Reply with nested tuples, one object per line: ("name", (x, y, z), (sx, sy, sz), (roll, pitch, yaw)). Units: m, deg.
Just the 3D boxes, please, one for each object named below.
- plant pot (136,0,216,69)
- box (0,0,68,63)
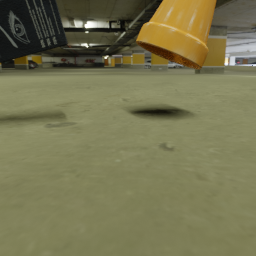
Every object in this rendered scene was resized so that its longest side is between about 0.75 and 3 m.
("plant pot", (1.784, -3.455, 9.396), (2.406, 2.203, 2.406), (22, 10, -4))
("box", (-3.089, -3.074, 8.055), (2.253, 1.667, 1.175), (-18, 42, -11))
